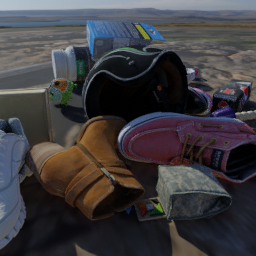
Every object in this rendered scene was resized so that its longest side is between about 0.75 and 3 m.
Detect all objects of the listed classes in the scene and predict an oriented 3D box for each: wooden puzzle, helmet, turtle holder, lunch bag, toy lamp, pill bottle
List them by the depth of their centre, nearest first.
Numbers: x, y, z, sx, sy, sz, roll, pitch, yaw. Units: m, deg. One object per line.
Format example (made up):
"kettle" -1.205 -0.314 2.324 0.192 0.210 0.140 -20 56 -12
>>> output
"lunch bag" 1.028 0.994 4.454 1.007 0.592 0.826 -1 23 -9
"wooden puzzle" 0.358 1.271 4.466 0.797 0.093 0.538 -8 25 -17
"helmet" 0.081 -0.861 6.749 2.219 2.328 2.328 1 20 38
"toy lamp" 3.177 -0.343 7.536 2.094 0.610 0.610 -9 25 -19
"turtle holder" -2.164 -1.202 8.989 0.732 0.783 1.031 23 -3 -26
"pill bottle" -1.864 -2.784 12.024 2.593 1.467 1.467 -9 25 -18

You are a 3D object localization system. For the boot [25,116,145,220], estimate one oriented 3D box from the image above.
"boot" -0.370 0.642 5.095 1.881 0.896 2.432 26 38 38

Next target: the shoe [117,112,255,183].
"shoe" 1.322 0.351 5.358 2.915 1.041 1.326 -1 19 -13

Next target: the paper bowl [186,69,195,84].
"paper bowl" 2.258 -2.141 11.698 1.037 0.539 1.037 0 25 0

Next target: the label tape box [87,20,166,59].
"label tape box" -0.143 -3.224 10.263 2.550 0.843 1.827 -2 38 -16

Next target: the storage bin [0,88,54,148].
"storage bin" -2.393 -0.127 6.084 1.392 1.382 0.652 -4 13 -11

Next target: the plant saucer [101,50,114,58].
"plant saucer" 0.139 -1.421 8.874 2.483 0.440 2.483 20 48 -23

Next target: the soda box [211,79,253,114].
"soda box" 3.339 -0.989 8.903 0.753 0.674 2.127 14 28 30

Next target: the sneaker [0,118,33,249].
"sneaker" -2.114 0.740 4.429 1.047 1.129 2.787 -3 25 -10

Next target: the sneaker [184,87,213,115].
"sneaker" 1.207 -1.019 8.117 2.427 0.975 1.048 17 15 21

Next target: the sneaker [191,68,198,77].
"sneaker" 2.629 -2.528 12.720 1.073 0.436 0.473 -1 26 -2
